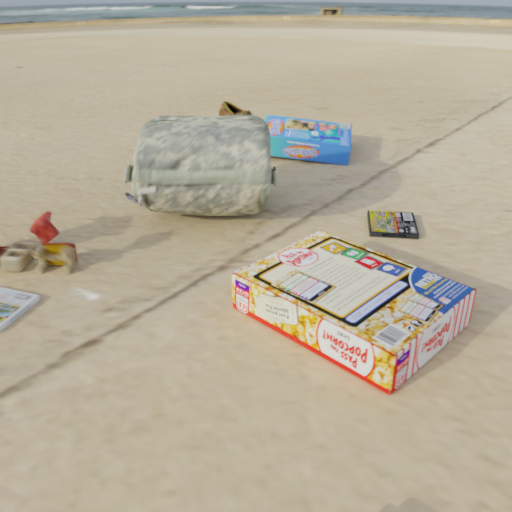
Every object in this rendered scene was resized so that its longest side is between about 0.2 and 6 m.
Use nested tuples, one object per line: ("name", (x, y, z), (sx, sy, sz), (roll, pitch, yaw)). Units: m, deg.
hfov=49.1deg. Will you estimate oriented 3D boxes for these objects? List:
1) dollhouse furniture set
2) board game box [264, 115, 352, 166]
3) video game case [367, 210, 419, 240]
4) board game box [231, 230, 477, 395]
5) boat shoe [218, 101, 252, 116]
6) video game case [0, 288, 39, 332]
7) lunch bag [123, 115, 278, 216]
("dollhouse furniture set", (-4.563, -0.434, 10.497), (2.331, 1.254, 0.948), (1, 28, 2))
("board game box", (1.443, -3.457, 16.521), (2.678, 0.602, 2.037), (9, 33, 6))
("video game case", (2.940, -0.681, 12.128), (1.014, 0.143, 1.122), (4, 29, 6))
("board game box", (1.495, 0.674, 8.976), (2.343, 0.716, 3.093), (-25, 37, -38))
("boat shoe", (-0.443, -4.326, 18.048), (2.178, 0.740, 0.783), (32, 37, 29))
("video game case", (-4.377, 0.857, 9.285), (1.113, 0.127, 1.013), (10, 30, 15))
("lunch bag", (-1.131, -1.908, 12.063), (3.053, 2.127, 2.561), (0, 17, -2))
